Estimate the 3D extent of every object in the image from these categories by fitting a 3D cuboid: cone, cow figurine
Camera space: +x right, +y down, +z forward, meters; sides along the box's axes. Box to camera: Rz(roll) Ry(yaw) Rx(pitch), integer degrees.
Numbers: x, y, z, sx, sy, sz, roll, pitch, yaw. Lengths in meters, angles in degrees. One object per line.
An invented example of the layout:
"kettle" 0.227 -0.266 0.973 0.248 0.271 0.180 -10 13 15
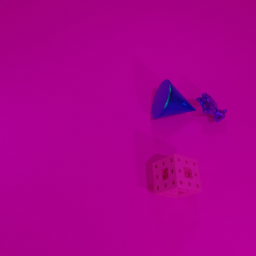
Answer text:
"cone" 1.597 -0.734 8.834 1.293 1.288 1.288 15 60 -15
"cow figurine" 2.639 -0.646 8.777 0.943 0.526 0.958 5 53 -50

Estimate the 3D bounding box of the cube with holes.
"cube with holes" 1.296 1.317 7.535 0.883 0.883 0.883 17 57 -32
